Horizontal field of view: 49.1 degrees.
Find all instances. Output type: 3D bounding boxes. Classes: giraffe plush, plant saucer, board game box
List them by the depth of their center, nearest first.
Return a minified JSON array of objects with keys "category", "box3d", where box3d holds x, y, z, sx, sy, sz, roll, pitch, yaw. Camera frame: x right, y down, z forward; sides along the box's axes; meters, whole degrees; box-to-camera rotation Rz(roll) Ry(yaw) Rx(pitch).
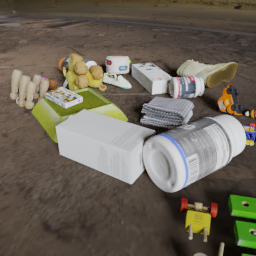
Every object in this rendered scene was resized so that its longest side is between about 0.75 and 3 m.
[{"category":"board game box","box3d":[-2.499,-1.195,10.852,1.325,0.229,0.836,27,40,33]},{"category":"plant saucer","box3d":[-1.970,-0.767,10.958,2.974,0.712,2.970,-17,33,-28]},{"category":"giraffe plush","box3d":[-1.907,-2.365,13.196,1.776,1.890,2.190,-7,-7,-33]}]

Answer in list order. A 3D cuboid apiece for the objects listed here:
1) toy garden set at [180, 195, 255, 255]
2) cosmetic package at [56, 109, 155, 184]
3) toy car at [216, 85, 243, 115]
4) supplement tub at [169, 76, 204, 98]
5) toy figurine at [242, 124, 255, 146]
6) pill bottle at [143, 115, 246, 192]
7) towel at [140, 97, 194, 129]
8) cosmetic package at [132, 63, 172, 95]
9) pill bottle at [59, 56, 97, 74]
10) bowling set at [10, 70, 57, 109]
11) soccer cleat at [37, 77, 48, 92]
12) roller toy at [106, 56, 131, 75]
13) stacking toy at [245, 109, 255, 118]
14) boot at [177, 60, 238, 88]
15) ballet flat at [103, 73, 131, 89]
[{"category":"toy garden set","box3d":[2.168,2.475,5.398,2.357,0.564,2.827,7,31,8]},{"category":"cosmetic package","box3d":[-0.674,0.435,8.365,2.656,1.127,1.429,17,35,29]},{"category":"toy car","box3d":[3.526,-0.786,10.578,0.880,1.297,2.644,-18,6,40]},{"category":"supplement tub","box3d":[2.610,-1.824,12.569,1.359,0.954,0.954,-5,30,-8]},{"category":"toy figurine","box3d":[4.230,0.068,9.475,1.461,0.771,0.875,6,25,9]},{"category":"pill bottle","box3d":[1.882,0.572,7.709,2.684,1.527,1.527,-19,34,-30]},{"category":"towel","box3d":[1.491,-0.660,10.705,1.762,0.754,1.459,13,31,21]},{"category":"cosmetic package","box3d":[1.199,-2.568,14.131,1.181,0.725,2.862,-10,31,-16]},{"category":"pill bottle","box3d":[-2.697,-3.167,14.810,2.095,1.113,1.113,20,35,32]},{"category":"bowling set","box3d":[-3.902,-1.509,12.042,1.753,1.352,2.519,2,22,-37]},{"category":"soccer cleat","box3d":[-4.249,-2.121,13.583,0.600,0.523,1.569,-2,26,-8]},{"category":"roller toy","box3d":[-0.595,-3.416,15.347,1.411,0.986,1.287,3,17,10]},{"category":"stacking toy","box3d":[4.963,-0.546,10.916,0.788,0.575,0.575,-2,23,39]},{"category":"boot","box3d":[4.182,-3.027,14.688,2.821,1.017,2.182,-24,36,-34]},{"category":"ballet flat","box3d":[-0.587,-2.389,13.935,1.723,0.618,0.618,19,35,30]}]
